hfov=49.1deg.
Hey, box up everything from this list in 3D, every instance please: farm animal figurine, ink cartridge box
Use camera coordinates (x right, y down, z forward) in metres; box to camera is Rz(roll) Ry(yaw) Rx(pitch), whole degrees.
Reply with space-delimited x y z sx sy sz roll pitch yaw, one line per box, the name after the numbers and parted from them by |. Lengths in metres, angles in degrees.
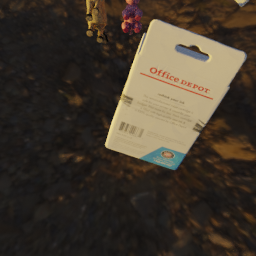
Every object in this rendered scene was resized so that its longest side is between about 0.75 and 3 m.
-0.255 -3.253 5.515 2.611 2.582 1.361 -21 50 28 | farm animal figurine
0.665 -0.555 4.775 1.464 2.528 0.843 19 40 -4 | ink cartridge box

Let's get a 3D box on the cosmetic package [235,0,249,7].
2.188 -3.430 5.860 0.803 0.564 1.582 -40 90 29 | cosmetic package
